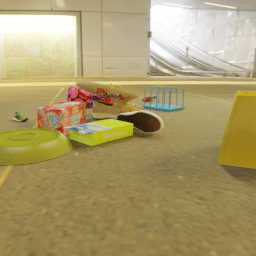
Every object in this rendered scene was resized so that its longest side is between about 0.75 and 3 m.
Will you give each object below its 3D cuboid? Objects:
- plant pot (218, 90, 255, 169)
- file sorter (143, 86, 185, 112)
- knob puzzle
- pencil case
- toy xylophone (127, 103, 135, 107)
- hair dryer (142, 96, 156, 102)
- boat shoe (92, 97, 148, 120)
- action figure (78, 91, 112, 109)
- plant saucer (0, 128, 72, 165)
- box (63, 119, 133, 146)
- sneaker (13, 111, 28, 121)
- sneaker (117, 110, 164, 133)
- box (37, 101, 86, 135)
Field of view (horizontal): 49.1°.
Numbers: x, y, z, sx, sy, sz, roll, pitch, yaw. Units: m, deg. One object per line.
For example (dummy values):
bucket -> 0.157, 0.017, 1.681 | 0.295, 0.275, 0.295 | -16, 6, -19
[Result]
plant pot -> 3.213, -0.056, 6.765 | 1.812, 1.598, 1.812 | 4, 13, 21
file sorter -> 1.812, -1.512, 14.180 | 1.215, 1.074, 1.750 | -13, 19, -41
knob puzzle -> -0.902, -1.571, 11.228 | 2.577, 0.357, 2.577 | 13, -4, 1
pencil case -> -1.986, -1.766, 14.981 | 2.542, 1.191, 1.153 | -5, 7, -20
toy xylophone -> -0.392, -0.927, 13.151 | 1.554, 0.390, 1.137 | -3, 14, -10
hair dryer -> 1.191, -1.714, 17.054 | 0.799, 0.285, 1.050 | -12, 0, 35
boat shoe -> -0.351, -0.780, 11.295 | 2.465, 0.939, 0.883 | 4, 14, 15
action figure -> -1.592, -1.270, 12.262 | 1.194, 0.787, 2.412 | 28, 14, 27
plant saucer -> -2.780, 0.386, 7.548 | 2.495, 0.388, 2.495 | 0, 14, 0
box -> -0.875, 0.106, 8.573 | 1.145, 0.448, 1.878 | 13, 18, 43
sneaker -> -4.345, -0.486, 11.255 | 0.882, 0.391, 0.339 | 9, 16, 35
sneaker -> 0.561, -0.316, 9.730 | 0.863, 0.743, 2.039 | -15, 18, -41
box -> -2.224, -0.370, 9.636 | 0.930, 0.891, 1.866 | 3, 13, 13
